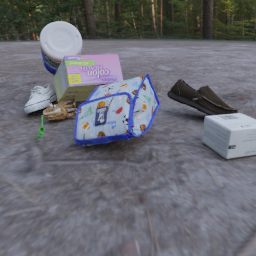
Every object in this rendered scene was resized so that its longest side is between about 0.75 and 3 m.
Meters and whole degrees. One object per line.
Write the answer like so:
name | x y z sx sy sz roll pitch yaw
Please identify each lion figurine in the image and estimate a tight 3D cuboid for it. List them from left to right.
lion figurine | -2.191 -0.588 9.211 1.005 0.595 1.641 -13 9 -6

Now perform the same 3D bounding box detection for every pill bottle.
pill bottle | -2.541 -2.774 10.680 1.442 1.442 2.574 -5 -9 -14

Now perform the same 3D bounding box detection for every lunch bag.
lunch bag | -0.294 -0.378 7.086 1.694 1.234 1.992 -9 35 30

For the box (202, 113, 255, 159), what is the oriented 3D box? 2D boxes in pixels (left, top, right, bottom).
box | 2.574 0.155 6.811 1.098 0.721 1.103 -6 21 -17

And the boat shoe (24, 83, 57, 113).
boat shoe | -3.151 -1.093 9.854 0.821 0.745 2.231 -18 15 4

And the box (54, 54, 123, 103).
box | -1.447 -1.674 9.714 1.826 1.004 2.076 -8 -6 -24

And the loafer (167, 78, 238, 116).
loafer | 2.429 -0.940 8.895 2.363 0.843 0.863 24 13 16

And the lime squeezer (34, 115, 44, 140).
lime squeezer | -2.257 0.069 7.244 0.152 0.806 0.285 10 35 -26
